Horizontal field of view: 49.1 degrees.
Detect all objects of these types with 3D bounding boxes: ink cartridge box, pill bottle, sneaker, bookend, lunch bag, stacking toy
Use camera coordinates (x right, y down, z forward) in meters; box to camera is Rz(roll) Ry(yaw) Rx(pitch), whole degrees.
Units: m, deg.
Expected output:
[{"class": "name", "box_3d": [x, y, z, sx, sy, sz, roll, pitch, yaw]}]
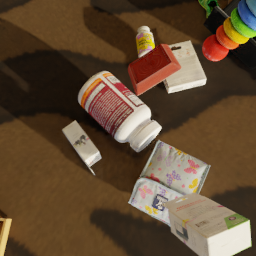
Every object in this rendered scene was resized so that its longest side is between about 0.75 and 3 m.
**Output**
[{"class": "ink cartridge box", "box_3d": [-1.310, 0.625, 8.599, 0.528, 0.895, 1.555, -36, 75, -11]}, {"class": "pill bottle", "box_3d": [-0.242, -0.479, 8.706, 1.416, 1.416, 2.507, -43, 76, -13]}, {"class": "sneaker", "box_3d": [3.133, -4.711, 10.557, 0.598, 0.675, 1.614, -14, 71, -4]}, {"class": "bookend", "box_3d": [4.437, -3.794, 9.729, 2.434, 1.121, 2.419, -44, 87, -10]}, {"class": "pill bottle", "box_3d": [0.618, -3.016, 10.005, 0.617, 0.617, 1.183, -6, 71, -2]}, {"class": "lunch bag", "box_3d": [1.174, 1.646, 8.077, 1.704, 1.277, 2.009, 27, 80, 12]}, {"class": "ink cartridge box", "box_3d": [1.639, 2.119, 6.249, 1.074, 1.833, 0.617, -14, 101, -20]}, {"class": "stacking toy", "box_3d": [3.041, -2.762, 7.448, 1.192, 2.793, 1.192, 14, 59, -25]}, {"class": "ink cartridge box", "box_3d": [1.809, -2.162, 9.861, 1.371, 0.427, 1.704, -14, 67, -5]}]

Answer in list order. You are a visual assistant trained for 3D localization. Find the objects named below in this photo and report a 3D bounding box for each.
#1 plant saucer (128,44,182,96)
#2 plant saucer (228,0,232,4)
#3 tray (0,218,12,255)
[{"class": "plant saucer", "box_3d": [0.567, -1.532, 6.969, 1.254, 0.230, 1.252, -31, 41, 15]}, {"class": "plant saucer", "box_3d": [4.912, -4.942, 10.826, 1.992, 0.343, 1.992, 0, 70, 1]}, {"class": "tray", "box_3d": [-4.139, 3.678, 7.809, 1.144, 0.430, 2.320, 6, 70, 2]}]
